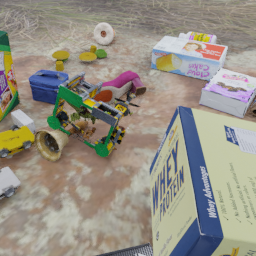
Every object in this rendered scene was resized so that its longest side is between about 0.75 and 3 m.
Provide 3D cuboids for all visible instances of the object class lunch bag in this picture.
[{"bbox_3d":[-2.676,-1.487,9.753,1.408,0.931,0.956,10,40,13],"label":"lunch bag"}]

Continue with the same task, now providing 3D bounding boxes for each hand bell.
[{"bbox_3d":[-1.699,0.163,8.044,0.916,0.916,1.760,21,31,23],"label":"hand bell"}]

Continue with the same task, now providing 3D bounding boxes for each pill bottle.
[{"bbox_3d":[3.131,-3.902,12.784,1.619,0.844,0.844,16,42,19],"label":"pill bottle"}]

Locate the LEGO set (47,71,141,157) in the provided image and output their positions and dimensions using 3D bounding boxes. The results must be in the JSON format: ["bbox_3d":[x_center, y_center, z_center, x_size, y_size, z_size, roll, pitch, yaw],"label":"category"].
[{"bbox_3d":[-0.928,-0.457,7.702,2.343,1.801,1.357,23,35,12],"label":"LEGO set"}]

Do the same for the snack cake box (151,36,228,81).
[{"bbox_3d":[2.503,-2.897,11.498,2.721,0.914,1.565,17,40,19],"label":"snack cake box"}]

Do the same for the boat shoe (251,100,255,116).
[{"bbox_3d":[4.856,-0.330,8.576,2.125,0.768,0.769,19,47,36],"label":"boat shoe"}]

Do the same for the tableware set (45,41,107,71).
[{"bbox_3d":[-2.193,-3.098,12.239,1.665,0.379,2.472,33,48,30],"label":"tableware set"}]

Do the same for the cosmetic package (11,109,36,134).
[{"bbox_3d":[-3.182,-0.166,8.530,0.324,0.445,0.875,-31,47,-32],"label":"cosmetic package"}]

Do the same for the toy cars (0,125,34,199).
[{"bbox_3d":[-3.230,0.977,6.954,1.283,0.634,2.863,22,39,-17],"label":"toy cars"}]

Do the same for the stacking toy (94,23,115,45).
[{"bbox_3d":[-0.963,-4.672,13.895,1.027,1.027,1.405,14,23,16],"label":"stacking toy"}]

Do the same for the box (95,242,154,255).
[{"bbox_3d":[-0.342,3.344,4.058,2.287,0.632,2.855,-9,40,-10],"label":"box"}]

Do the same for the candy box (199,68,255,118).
[{"bbox_3d":[3.552,-1.273,9.713,1.515,0.646,1.807,22,44,25],"label":"candy box"}]

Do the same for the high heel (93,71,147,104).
[{"bbox_3d":[-0.581,-1.503,9.857,2.422,0.817,1.164,-9,48,-34],"label":"high heel"}]

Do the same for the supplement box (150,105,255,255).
[{"bbox_3d":[2.001,1.354,5.049,2.784,1.871,2.787,12,38,-7],"label":"supplement box"}]

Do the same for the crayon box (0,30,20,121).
[{"bbox_3d":[-4.205,-1.251,8.148,0.744,2.554,2.203,14,41,7],"label":"crayon box"}]
